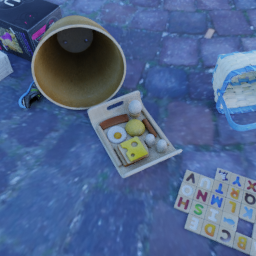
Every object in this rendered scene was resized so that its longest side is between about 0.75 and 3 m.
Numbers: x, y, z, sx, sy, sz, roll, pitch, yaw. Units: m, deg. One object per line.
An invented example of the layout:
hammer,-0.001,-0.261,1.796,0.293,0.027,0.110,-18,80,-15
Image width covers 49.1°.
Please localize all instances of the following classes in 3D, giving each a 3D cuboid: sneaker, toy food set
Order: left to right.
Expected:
sneaker,-2.978,-1.088,8.966,0.503,0.430,1.213,23,61,6
toy food set,0.132,0.084,7.869,1.741,0.733,2.426,-23,57,-16

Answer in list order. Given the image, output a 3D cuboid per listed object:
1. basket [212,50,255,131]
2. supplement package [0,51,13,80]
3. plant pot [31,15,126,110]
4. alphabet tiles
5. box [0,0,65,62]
basket,3.674,-1.044,8.030,2.249,1.774,2.551,-6,46,-3
supplement package,-4.711,-2.104,9.439,1.007,0.775,1.053,30,58,20
plant pot,-1.602,-2.415,8.874,2.602,2.602,2.792,-10,40,-7
alphabet tiles,2.392,1.897,6.956,2.275,0.086,1.902,19,56,13
box,-3.964,-3.786,10.207,2.854,1.514,1.745,24,58,16
